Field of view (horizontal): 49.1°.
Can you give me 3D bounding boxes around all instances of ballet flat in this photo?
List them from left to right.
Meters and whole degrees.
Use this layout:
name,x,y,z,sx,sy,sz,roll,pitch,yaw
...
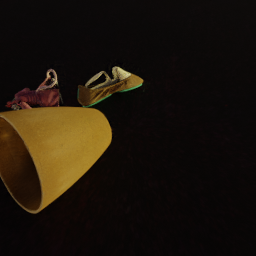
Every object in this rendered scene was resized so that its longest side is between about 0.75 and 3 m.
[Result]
name,x,y,z,sx,sy,sz,roll,pitch,yaw
ballet flat,-0.610,-1.552,9.610,2.515,0.910,0.853,-23,25,-19

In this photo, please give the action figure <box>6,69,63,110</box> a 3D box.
name,x,y,z,sx,sy,sz,roll,pitch,yaw
action figure,-2.915,-0.915,8.660,1.682,1.252,1.126,-16,63,-18

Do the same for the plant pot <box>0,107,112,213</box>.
name,x,y,z,sx,sy,sz,roll,pitch,yaw
plant pot,-1.730,0.402,7.077,2.394,2.394,2.569,35,41,29
